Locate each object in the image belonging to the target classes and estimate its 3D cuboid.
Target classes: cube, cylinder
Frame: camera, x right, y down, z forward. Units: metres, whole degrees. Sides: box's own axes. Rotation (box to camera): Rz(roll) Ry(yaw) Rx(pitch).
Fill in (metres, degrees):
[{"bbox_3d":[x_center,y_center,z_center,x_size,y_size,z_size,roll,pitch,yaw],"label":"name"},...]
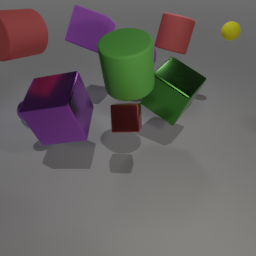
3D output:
[{"bbox_3d":[-1.909,-0.533,7.829,1.400,1.400,1.400,-7,47,12],"label":"cube"},{"bbox_3d":[1.498,-1.243,9.414,1.400,1.400,1.400,36,50,11],"label":"cube"},{"bbox_3d":[-0.013,-1.678,7.444,1.400,1.400,1.400,-4,47,4],"label":"cylinder"},{"bbox_3d":[-3.426,-2.855,8.545,1.400,1.400,1.400,19,32,29],"label":"cylinder"},{"bbox_3d":[1.969,-3.973,11.844,1.400,1.400,1.400,13,18,-4],"label":"cylinder"},{"bbox_3d":[-0.032,-0.280,7.231,0.700,0.700,0.700,-1,8,8],"label":"cube"},{"bbox_3d":[-1.496,-3.901,11.336,1.400,1.400,1.400,22,12,7],"label":"cube"}]

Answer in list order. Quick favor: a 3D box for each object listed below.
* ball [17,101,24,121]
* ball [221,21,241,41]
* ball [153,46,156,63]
[{"bbox_3d":[-3.073,-0.535,8.669,0.700,0.700,0.700,0,31,0],"label":"ball"},{"bbox_3d":[3.975,-3.743,10.819,0.700,0.700,0.700,0,31,0],"label":"ball"},{"bbox_3d":[0.536,-3.145,12.235,1.400,1.400,1.400,0,31,0],"label":"ball"}]
